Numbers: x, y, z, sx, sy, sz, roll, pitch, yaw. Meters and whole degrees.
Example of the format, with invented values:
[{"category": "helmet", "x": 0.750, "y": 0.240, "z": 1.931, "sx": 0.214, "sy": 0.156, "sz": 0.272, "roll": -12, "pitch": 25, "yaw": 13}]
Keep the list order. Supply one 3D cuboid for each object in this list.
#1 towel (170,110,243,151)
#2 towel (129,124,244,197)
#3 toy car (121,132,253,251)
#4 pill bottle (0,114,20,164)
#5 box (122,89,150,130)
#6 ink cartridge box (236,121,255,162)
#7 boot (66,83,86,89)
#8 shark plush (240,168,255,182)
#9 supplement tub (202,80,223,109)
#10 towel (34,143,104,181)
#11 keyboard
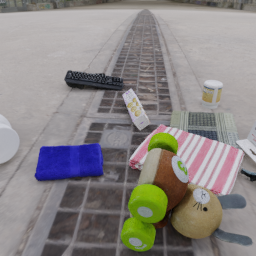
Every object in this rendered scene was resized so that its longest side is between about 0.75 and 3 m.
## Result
[{"category": "towel", "x": 2.720, "y": 0.109, "z": 10.135, "sx": 2.436, "sy": 0.437, "sz": 2.530, "roll": 3, "pitch": 31, "yaw": 12}, {"category": "towel", "x": 1.773, "y": 0.919, "z": 8.401, "sx": 2.951, "sy": 0.441, "sz": 2.159, "roll": 19, "pitch": 40, "yaw": 25}, {"category": "toy car", "x": 1.387, "y": 1.594, "z": 6.028, "sx": 2.535, "sy": 2.000, "sz": 2.082, "roll": 17, "pitch": 37, "yaw": 7}, {"category": "pill bottle", "x": -4.620, "y": 0.120, "z": 8.819, "sx": 2.581, "sy": 1.543, "sz": 1.543, "roll": 24, "pitch": 37, "yaw": 36}, {"category": "box", "x": 0.292, "y": -0.813, "z": 11.379, "sx": 0.545, "sy": 0.509, "sz": 2.630, "roll": -33, "pitch": 30, "yaw": 9}, {"category": "ink cartridge box", "x": 4.829, "y": 0.384, "z": 8.719, "sx": 2.422, "sy": 0.808, "sz": 1.403, "roll": -8, "pitch": 40, "yaw": -21}, {"category": "boot", "x": -2.572, "y": -2.359, "z": 14.561, "sx": 1.232, "sy": 0.430, "sz": 0.811, "roll": 24, "pitch": 32, "yaw": 18}, {"category": "shark plush", "x": 3.998, "y": 1.560, "z": 7.513, "sx": 1.881, "sy": 0.855, "sz": 0.783, "roll": 2, "pitch": 0, "yaw": 35}, {"category": "supplement tub", "x": 3.624, "y": -1.458, "z": 12.140, "sx": 0.784, "sy": 1.084, "sz": 0.784, "roll": 1, "pitch": 29, "yaw": -1}, {"category": "towel", "x": -1.739, "y": 0.942, "z": 8.410, "sx": 1.957, "sy": 0.485, "sz": 1.445, "roll": -5, "pitch": 28, "yaw": -9}, {"category": "keyboard", "x": -1.699, "y": -2.586, "z": 14.498, "sx": 2.930, "sy": 0.376, "sz": 1.759, "roll": 8, "pitch": 28, "yaw": -7}]
